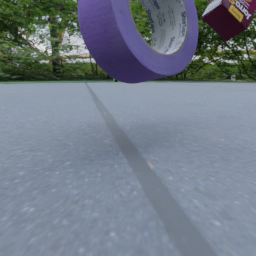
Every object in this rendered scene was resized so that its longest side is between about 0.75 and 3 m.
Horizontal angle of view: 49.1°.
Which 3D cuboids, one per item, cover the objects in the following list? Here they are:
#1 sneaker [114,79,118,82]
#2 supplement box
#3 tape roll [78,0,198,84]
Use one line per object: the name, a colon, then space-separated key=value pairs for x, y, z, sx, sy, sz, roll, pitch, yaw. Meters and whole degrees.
sneaker: x=-0.188 y=-1.931 z=9.510 sx=0.381 sy=0.910 sz=0.349 roll=33 pitch=5 yaw=-7
supplement box: x=2.374 y=-2.794 z=6.358 sx=0.850 sy=1.298 sz=0.670 roll=35 pitch=-22 yaw=-16
tape roll: x=0.351 y=-2.629 z=6.799 sx=2.950 sy=2.950 sz=1.253 roll=-11 pitch=4 yaw=-42
